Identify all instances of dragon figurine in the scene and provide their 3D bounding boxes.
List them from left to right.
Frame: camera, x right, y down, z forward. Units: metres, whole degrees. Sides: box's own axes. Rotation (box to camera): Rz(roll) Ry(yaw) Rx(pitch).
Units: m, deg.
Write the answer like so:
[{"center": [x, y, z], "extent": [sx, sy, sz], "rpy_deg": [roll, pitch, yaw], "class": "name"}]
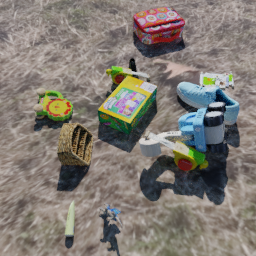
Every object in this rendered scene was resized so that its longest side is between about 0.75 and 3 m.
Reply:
[{"center": [-0.474, 2.675, 8.684], "extent": [1.216, 0.605, 0.358], "rpy_deg": [23, 85, 33], "class": "dragon figurine"}]

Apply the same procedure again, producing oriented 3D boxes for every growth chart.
[{"center": [4.193, -2.255, 13.248], "extent": [1.662, 0.147, 1.203], "rpy_deg": [1, 51, 2], "class": "growth chart"}]

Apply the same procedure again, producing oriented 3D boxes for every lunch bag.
[{"center": [1.740, -5.563, 15.498], "extent": [2.629, 1.077, 2.315], "rpy_deg": [-18, 57, -14], "class": "lunch bag"}]

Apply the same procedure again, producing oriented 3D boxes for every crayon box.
[{"center": [0.025, -1.039, 11.818], "extent": [1.497, 0.734, 2.520], "rpy_deg": [23, 54, 18], "class": "crayon box"}]

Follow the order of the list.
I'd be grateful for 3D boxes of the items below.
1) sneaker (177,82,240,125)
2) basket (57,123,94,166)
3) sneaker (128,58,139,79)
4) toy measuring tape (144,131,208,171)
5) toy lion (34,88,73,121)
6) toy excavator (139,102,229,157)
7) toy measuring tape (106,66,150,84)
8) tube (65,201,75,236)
[{"center": [3.405, -1.386, 11.805], "extent": [2.958, 1.212, 1.093], "rpy_deg": [34, 57, 25], "class": "sneaker"}, {"center": [-1.902, 0.536, 10.292], "extent": [1.095, 1.049, 1.470], "rpy_deg": [2, 50, 3], "class": "basket"}, {"center": [0.232, -2.736, 13.305], "extent": [0.462, 0.657, 1.236], "rpy_deg": [-10, 51, -8], "class": "sneaker"}, {"center": [1.664, 0.896, 10.020], "extent": [2.448, 0.901, 0.901], "rpy_deg": [23, 53, 5], "class": "toy measuring tape"}, {"center": [-3.148, -0.981, 11.984], "extent": [1.565, 0.560, 1.632], "rpy_deg": [0, 49, -9], "class": "toy lion"}, {"center": [2.112, 0.230, 10.303], "extent": [2.838, 1.417, 2.759], "rpy_deg": [-5, 22, 25], "class": "toy excavator"}, {"center": [-0.044, -2.374, 13.153], "extent": [2.171, 0.799, 0.799], "rpy_deg": [7, 46, -24], "class": "toy measuring tape"}, {"center": [-1.800, 2.837, 8.788], "extent": [0.303, 0.271, 1.044], "rpy_deg": [-14, 55, 20], "class": "tube"}]
